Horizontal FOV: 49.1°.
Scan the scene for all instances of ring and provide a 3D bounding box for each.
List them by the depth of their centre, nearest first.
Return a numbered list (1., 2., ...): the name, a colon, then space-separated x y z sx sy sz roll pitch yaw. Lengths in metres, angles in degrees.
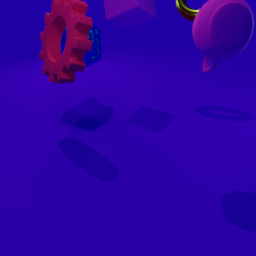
1. ring: 2.469 -4.289 9.171 1.823 1.823 0.365 16 -12 26

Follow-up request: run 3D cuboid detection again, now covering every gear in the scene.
1. gear: -1.604 -2.161 6.950 0.385 2.082 2.082 1 22 -40

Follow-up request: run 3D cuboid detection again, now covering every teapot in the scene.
1. teapot: 1.752 -1.967 5.354 1.161 1.868 0.914 5 17 -16

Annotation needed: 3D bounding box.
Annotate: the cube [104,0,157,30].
1. cube: 0.053 -4.003 8.847 1.191 1.191 1.191 -10 -4 33

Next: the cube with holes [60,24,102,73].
1. cube with holes: -1.765 -2.806 9.165 1.259 1.259 1.259 -20 60 28
